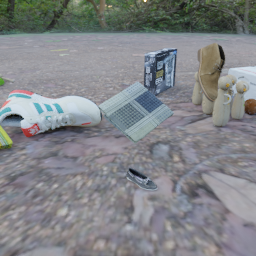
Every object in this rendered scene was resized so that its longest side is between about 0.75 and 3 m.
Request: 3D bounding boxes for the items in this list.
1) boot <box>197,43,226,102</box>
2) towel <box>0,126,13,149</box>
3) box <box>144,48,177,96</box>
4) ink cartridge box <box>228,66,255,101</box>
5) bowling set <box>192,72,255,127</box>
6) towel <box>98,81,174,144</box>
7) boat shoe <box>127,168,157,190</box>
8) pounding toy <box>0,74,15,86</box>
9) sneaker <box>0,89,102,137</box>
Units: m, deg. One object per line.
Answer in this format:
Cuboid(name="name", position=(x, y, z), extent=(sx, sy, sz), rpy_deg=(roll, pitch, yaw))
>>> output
Cuboid(name="boot", position=(2.048, -1.379, 6.761), extent=(0.554, 1.506, 0.568), rpy_deg=(15, -24, -38))
Cuboid(name="towel", position=(-4.200, 0.363, 6.381), extent=(2.747, 0.248, 1.182), rpy_deg=(-17, 51, -46))
Cuboid(name="box", position=(1.411, -2.456, 12.051), extent=(0.541, 1.714, 2.173), rpy_deg=(13, 26, 29))
Cuboid(name="ink cartridge box", position=(5.625, -1.768, 11.155), extent=(2.681, 1.114, 1.965), rpy_deg=(-8, 24, -18))
Cuboid(name="bowling set", position=(3.398, -1.223, 9.348), extent=(1.966, 1.516, 2.824), rpy_deg=(-4, 23, -8))
Cuboid(name="towel", position=(0.134, -0.293, 4.981), extent=(1.042, 0.180, 1.003), rpy_deg=(-35, 67, -28))
Cuboid(name="boat shoe", position=(0.263, 1.030, 5.664), extent=(0.757, 0.216, 0.253), rpy_deg=(19, 30, 38))
Cuboid(name="pounding toy", position=(-6.385, -2.423, 13.239), extent=(1.201, 0.722, 1.556), rpy_deg=(13, 26, 27))
Cuboid(name="sneaker", position=(-2.268, -0.225, 8.001), extent=(2.977, 1.048, 1.392), rpy_deg=(10, 48, 7))
